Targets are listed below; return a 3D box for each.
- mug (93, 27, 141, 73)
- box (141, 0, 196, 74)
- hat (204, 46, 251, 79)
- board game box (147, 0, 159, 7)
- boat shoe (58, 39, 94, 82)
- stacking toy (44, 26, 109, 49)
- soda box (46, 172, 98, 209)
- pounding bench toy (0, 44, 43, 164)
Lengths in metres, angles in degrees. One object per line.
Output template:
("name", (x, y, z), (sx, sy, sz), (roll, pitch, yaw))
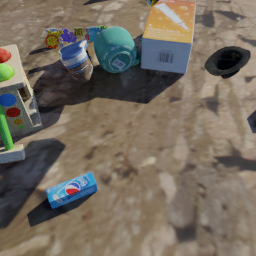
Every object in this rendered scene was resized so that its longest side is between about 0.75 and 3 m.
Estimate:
("mug", (-0.266, -2.652, 9.772), (1.702, 1.399, 1.053), (-13, 55, -10))
("box", (1.533, -3.498, 10.478), (1.696, 1.329, 2.727), (8, 52, 7))
("hat", (2.001, -1.241, 5.629), (0.925, 0.373, 0.925), (-14, 43, 14))
("board game box", (1.308, -4.125, 7.174), (2.001, 0.567, 1.654), (-39, 13, 7))
("boat shoe", (-1.745, -2.264, 9.605), (1.051, 1.053, 2.909), (-21, 27, 4))
("stacking toy", (-1.732, -3.405, 10.396), (2.712, 0.637, 2.044), (-9, 23, -14))
("soda box", (-1.404, 1.564, 7.061), (1.215, 0.412, 0.390), (-20, 54, -16))
("pounding bench toy", (-3.517, -0.661, 7.701), (1.722, 2.162, 2.772), (-17, 54, -13))
